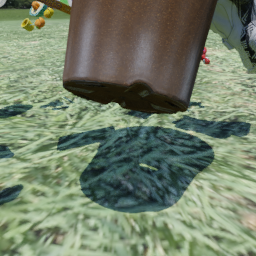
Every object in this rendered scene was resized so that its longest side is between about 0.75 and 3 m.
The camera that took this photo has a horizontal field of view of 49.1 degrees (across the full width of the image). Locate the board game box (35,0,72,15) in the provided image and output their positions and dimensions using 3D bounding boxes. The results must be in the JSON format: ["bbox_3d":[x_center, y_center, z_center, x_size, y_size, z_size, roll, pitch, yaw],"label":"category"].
[{"bbox_3d":[-1.163,-2.634,5.650,1.752,0.263,0.837,13,56,-36],"label":"board game box"}]

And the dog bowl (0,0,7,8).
[{"bbox_3d":[-3.872,-3.614,7.264,0.478,1.297,1.297,-18,11,38],"label":"dog bowl"}]

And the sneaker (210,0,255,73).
[{"bbox_3d":[2.216,-2.492,6.622,1.636,2.846,1.069,-2,44,37],"label":"sneaker"}]

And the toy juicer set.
[{"bbox_3d":[-2.443,-3.422,7.939,0.923,1.450,0.395,12,-16,37],"label":"toy juicer set"}]

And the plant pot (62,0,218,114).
[{"bbox_3d":[0.178,-1.788,4.742,2.807,2.779,2.807,12,-4,1],"label":"plant pot"}]

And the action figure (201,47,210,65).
[{"bbox_3d":[1.726,-2.724,8.509,2.085,0.680,1.032,48,5,15],"label":"action figure"}]
